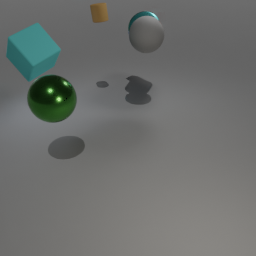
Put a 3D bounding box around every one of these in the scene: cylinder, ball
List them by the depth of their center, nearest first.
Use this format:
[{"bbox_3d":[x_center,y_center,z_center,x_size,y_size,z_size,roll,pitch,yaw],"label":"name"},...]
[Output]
[{"bbox_3d":[-2.203,-0.850,8.178,1.400,1.400,1.400,0,31,0],"label":"ball"},{"bbox_3d":[0.732,-3.675,11.059,1.400,1.400,1.400,0,31,0],"label":"ball"},{"bbox_3d":[-1.235,-4.981,12.099,0.700,0.700,0.700,-6,30,4],"label":"cylinder"},{"bbox_3d":[0.803,-4.326,12.655,1.400,1.400,1.400,6,3,9],"label":"cylinder"}]

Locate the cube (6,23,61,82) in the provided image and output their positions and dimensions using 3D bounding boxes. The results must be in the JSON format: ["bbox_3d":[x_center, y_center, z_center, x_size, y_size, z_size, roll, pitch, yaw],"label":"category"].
[{"bbox_3d":[-3.764,-2.977,11.105,1.400,1.400,1.400,49,59,-4],"label":"cube"}]
